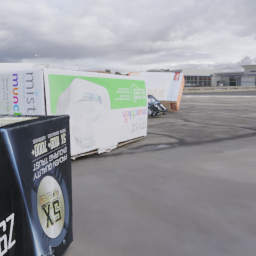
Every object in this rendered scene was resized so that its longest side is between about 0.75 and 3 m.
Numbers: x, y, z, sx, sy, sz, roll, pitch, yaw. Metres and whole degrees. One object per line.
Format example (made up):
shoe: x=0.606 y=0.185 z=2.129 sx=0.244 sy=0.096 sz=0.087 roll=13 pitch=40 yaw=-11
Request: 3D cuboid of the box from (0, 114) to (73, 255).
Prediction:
box: x=-1.495 y=0.423 z=1.150 sx=2.057 sy=0.886 sz=1.684 roll=1 pitch=8 yaw=9

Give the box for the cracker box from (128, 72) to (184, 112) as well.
cracker box: x=1.096 y=-1.658 z=12.523 sx=2.575 sy=0.743 sz=1.725 roll=5 pitch=54 yaw=21

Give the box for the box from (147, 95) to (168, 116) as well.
box: x=0.844 y=-0.824 z=10.114 sx=0.799 sy=0.217 sz=0.998 roll=-8 pitch=45 yaw=-39

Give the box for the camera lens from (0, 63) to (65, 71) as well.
camera lens: x=-3.093 y=-1.079 z=8.633 sx=2.242 sy=1.793 sz=1.793 roll=-1 pitch=8 yaw=-8

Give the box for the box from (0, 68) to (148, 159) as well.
box: x=-1.276 y=-0.297 z=5.052 sx=2.340 sy=1.282 sz=2.652 roll=3 pitch=7 yaw=32
